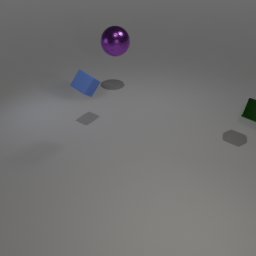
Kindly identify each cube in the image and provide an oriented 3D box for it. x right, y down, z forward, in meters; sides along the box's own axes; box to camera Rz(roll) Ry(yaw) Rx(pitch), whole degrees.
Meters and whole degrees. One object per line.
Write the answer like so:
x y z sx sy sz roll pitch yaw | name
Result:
4.473 -0.574 9.698 0.700 0.700 0.700 29 16 35 | cube
-1.605 -1.687 10.592 0.700 0.700 0.700 34 7 16 | cube

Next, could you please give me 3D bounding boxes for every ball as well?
-0.605 -4.110 13.285 1.400 1.400 1.400 0 32 0 | ball
